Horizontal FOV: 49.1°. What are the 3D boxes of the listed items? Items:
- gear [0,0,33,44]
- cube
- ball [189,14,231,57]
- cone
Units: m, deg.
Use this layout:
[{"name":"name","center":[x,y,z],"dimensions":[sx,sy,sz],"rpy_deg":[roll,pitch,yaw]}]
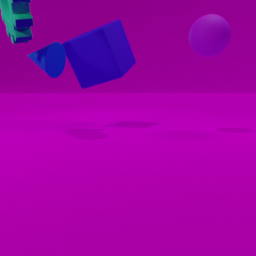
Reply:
[{"name":"gear","center":[-2.336,-2.639,5.628],"dimensions":[0.327,1.767,1.767],"rpy_deg":[-16,14,-26]},{"name":"cube","center":[-0.756,-2.073,7.853],"dimensions":[1.333,1.333,1.333],"rpy_deg":[-12,24,26]},{"name":"ball","center":[1.904,-2.143,6.534],"dimensions":[0.948,0.948,0.948],"rpy_deg":[0,8,0]},{"name":"cone","center":[-2.089,-1.691,6.757],"dimensions":[0.847,0.844,0.844],"rpy_deg":[13,12,18]}]
